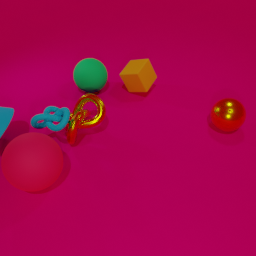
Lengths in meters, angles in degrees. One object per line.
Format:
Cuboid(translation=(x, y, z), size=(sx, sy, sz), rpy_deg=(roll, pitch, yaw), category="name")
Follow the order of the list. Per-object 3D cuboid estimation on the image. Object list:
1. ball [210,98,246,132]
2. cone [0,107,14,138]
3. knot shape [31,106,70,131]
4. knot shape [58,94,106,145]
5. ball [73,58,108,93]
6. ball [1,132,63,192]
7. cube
Cuboid(translation=(2.897, -0.384, 8.115), size=(0.980, 0.980, 0.980), rpy_deg=(0, 42, 0), category="ball")
Cuboid(translation=(-3.996, -0.297, 7.199), size=(1.432, 1.437, 1.432), rpy_deg=(-33, 37, 29), category="cone")
Cuboid(translation=(-2.017, -0.233, 7.275), size=(0.994, 0.491, 1.063), rpy_deg=(-16, 21, -18), category="knot shape")
Cuboid(translation=(-1.408, -0.193, 7.891), size=(1.547, 0.715, 1.448), rpy_deg=(-19, 37, 31), category="knot shape")
Cuboid(translation=(-1.272, -1.781, 9.521), size=(1.150, 1.150, 1.150), rpy_deg=(0, 42, 0), category="ball")
Cuboid(translation=(-2.211, 0.787, 6.541), size=(1.368, 1.368, 1.368), rpy_deg=(0, 42, 0), category="ball")
Cuboid(translation=(0.354, -1.752, 9.420), size=(0.790, 0.790, 0.790), rpy_deg=(6, 51, 40), category="cube")
